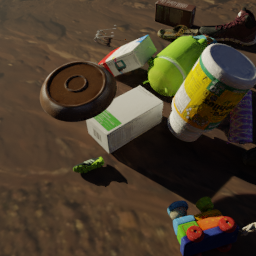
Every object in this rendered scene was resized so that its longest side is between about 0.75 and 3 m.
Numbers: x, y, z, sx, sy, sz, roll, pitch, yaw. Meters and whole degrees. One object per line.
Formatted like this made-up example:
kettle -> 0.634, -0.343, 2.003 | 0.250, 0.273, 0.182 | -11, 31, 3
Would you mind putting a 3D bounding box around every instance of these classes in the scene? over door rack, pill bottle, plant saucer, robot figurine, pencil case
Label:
over door rack -> -1.069, -4.542, 13.608 | 1.057, 0.352, 0.781 | -10, 45, 20
pill bottle -> 2.286, -0.872, 8.299 | 1.607, 2.850, 1.607 | 12, 49, -15
plant saucer -> -1.504, -1.219, 8.279 | 2.326, 0.373, 2.326 | -3, 55, 4
robot figurine -> 1.903, -2.365, 10.749 | 2.491, 1.642, 2.839 | 28, 61, 37
pencil case -> 3.459, -0.332, 8.711 | 0.759, 0.745, 1.776 | 1, 80, 18

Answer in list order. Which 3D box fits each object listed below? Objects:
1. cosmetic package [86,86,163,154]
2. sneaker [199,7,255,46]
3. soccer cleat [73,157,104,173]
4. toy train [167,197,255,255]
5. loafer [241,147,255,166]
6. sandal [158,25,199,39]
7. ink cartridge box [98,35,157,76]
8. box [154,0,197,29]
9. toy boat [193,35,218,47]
cosmetic package -> -0.084, -0.335, 9.457 | 2.358, 1.000, 1.269 | -33, 53, -26
sneaker -> 4.854, -4.941, 13.184 | 2.758, 1.593, 1.044 | 12, 49, 10
soccer cleat -> -1.215, 1.137, 8.651 | 0.969, 0.327, 0.393 | -14, 27, -8
toy train -> 2.273, 2.331, 7.209 | 2.344, 0.992, 1.356 | -12, 36, -10
loafer -> 4.800, 0.953, 8.304 | 2.644, 0.963, 0.956 | -6, 60, 12
sandal -> 2.477, -4.739, 13.709 | 2.023, 0.546, 0.813 | 1, 48, 1
ink cartridge box -> -0.109, -2.853, 11.464 | 2.258, 0.759, 1.312 | -8, 35, 46
box -> 2.418, -5.899, 14.448 | 1.993, 0.998, 0.747 | 23, 52, 19
toy boat -> 3.333, -3.437, 12.248 | 1.789, 0.989, 2.128 | -12, 49, -11
